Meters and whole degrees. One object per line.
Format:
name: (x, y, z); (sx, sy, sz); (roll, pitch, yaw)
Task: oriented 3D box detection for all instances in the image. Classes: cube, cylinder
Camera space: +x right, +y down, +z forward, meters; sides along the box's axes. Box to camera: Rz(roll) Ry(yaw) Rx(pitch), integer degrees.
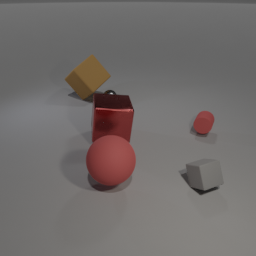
cube: (-0.626, -0.372, 10.512); (1.400, 1.400, 1.400); (2, 29, -10)
cube: (-2.006, -2.493, 13.882); (1.400, 1.400, 1.400); (-49, 15, -29)
cube: (2.190, 1.313, 8.031); (0.700, 0.700, 0.700); (-13, 2, -21)
cylinder: (2.954, -0.228, 10.879); (0.700, 0.700, 0.700); (11, 28, 20)

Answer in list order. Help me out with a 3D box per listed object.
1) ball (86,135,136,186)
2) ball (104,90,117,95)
ball: (-0.478, 0.904, 7.878); (1.400, 1.400, 1.400); (0, 28, 0)
ball: (-0.876, -1.506, 13.609); (0.700, 0.700, 0.700); (0, 28, 0)
